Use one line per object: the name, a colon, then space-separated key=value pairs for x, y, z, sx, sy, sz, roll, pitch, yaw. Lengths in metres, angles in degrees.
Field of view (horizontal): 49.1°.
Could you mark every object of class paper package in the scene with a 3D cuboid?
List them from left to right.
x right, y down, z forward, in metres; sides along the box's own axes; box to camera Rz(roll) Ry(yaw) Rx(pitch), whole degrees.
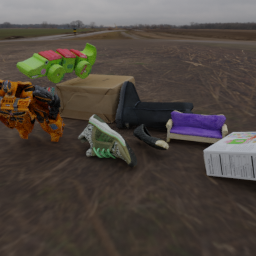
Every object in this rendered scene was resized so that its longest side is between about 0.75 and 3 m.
paper package: x=-0.920 y=-0.979 z=8.528 sx=1.841 sy=0.999 sz=1.931 roll=6 pitch=22 yaw=18

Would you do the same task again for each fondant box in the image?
fondant box: x=2.412 y=0.451 z=4.829 sx=1.760 sy=0.513 sz=1.270 roll=0 pitch=14 yaw=45

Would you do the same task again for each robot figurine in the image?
robot figurine: x=-2.023 y=-0.299 z=5.625 sx=1.526 sy=0.613 sz=2.105 roll=4 pitch=-18 yaw=3

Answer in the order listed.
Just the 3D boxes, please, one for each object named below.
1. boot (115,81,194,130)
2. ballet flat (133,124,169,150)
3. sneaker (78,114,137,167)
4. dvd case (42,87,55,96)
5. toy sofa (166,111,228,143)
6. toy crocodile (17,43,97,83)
boot: x=0.754 y=-0.617 z=7.442 sx=1.927 sy=0.633 sz=1.589 roll=0 pitch=55 yaw=12
ballet flat: x=0.476 y=0.184 z=5.998 sx=0.407 sy=0.348 sz=1.225 roll=34 pitch=-2 yaw=-32
sneaker: x=-0.459 y=0.409 z=5.719 sx=0.756 sy=0.656 sz=1.706 roll=-44 pitch=44 yaw=-8
dvd case: x=-2.443 y=-0.905 z=8.428 sx=0.097 sy=0.642 sz=0.880 roll=7 pitch=2 yaw=-38
toy sofa: x=1.550 y=0.017 z=6.363 sx=1.327 sy=0.648 sz=0.550 roll=7 pitch=18 yaw=15
toy crocodile: x=-1.675 y=-1.688 z=7.128 sx=0.806 sy=0.737 sz=2.388 roll=35 pitch=35 yaw=25
